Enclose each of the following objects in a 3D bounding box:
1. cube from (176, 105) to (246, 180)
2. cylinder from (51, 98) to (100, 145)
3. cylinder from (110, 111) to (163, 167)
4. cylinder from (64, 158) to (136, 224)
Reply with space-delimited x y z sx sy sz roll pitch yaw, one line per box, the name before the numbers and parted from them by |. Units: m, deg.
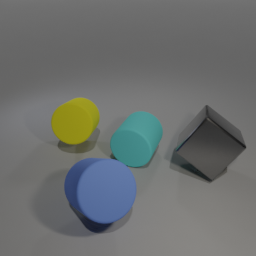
cube | 2.460 0.393 8.469 1.400 1.400 1.400 38 24 0
cylinder | -1.784 -0.280 9.765 1.400 1.400 1.400 2 14 4
cylinder | 0.310 0.345 9.275 1.400 1.400 1.400 10 30 18
cylinder | -0.705 1.431 6.731 1.400 1.400 1.400 -14 1 -24
